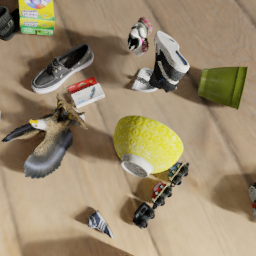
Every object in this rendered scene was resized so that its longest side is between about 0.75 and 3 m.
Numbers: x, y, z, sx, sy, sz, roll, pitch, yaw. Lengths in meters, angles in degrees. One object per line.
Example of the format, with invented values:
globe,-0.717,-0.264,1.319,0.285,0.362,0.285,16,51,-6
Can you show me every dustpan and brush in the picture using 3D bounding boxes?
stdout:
dustpan and brush,1.144,-1.838,11.421,1.698,0.486,1.185,23,64,4

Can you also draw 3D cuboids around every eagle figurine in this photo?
eagle figurine,-2.973,0.150,10.239,2.786,2.102,2.114,-47,29,14

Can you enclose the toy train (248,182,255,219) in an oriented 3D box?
toy train,5.462,2.482,9.522,2.629,1.120,1.498,-5,56,0

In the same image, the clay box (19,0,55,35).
clay box,-4.109,-5.366,12.543,1.473,0.610,2.563,-3,67,-22

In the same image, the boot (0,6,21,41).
boot,-5.145,-4.843,12.128,0.700,1.390,1.859,20,70,7

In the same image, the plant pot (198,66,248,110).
plant pot,3.631,-1.680,10.902,1.615,1.678,1.678,13,69,17

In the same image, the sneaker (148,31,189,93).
sneaker,1.224,-2.443,10.592,1.037,1.588,2.839,18,36,-22

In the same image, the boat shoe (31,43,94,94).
boat shoe,-2.698,-2.511,11.443,2.944,0.975,1.029,-32,72,-11

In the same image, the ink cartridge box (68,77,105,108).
ink cartridge box,-1.733,-1.516,11.436,1.237,0.277,1.090,-25,72,-10

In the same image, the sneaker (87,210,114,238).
sneaker,-0.958,3.375,9.473,0.583,0.376,1.074,-31,65,-17

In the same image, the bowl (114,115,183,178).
bowl,0.467,0.831,9.223,2.413,2.413,1.299,23,60,9

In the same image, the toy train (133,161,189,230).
toy train,1.180,2.259,9.887,0.664,0.494,2.899,35,73,25

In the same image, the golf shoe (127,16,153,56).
golf shoe,0.296,-3.370,10.933,0.793,2.185,1.006,44,79,9
